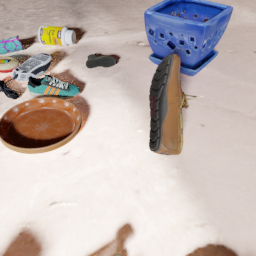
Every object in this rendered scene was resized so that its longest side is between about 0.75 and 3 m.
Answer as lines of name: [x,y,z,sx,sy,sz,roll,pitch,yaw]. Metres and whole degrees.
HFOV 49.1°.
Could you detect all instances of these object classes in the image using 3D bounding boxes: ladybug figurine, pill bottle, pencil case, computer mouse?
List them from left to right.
pencil case: [-5.953,-3.913,13.345,1.682,0.777,0.716,-19,65,-18]
ladybug figurine: [-5.375,-2.730,12.178,1.455,0.523,0.988,4,41,4]
computer mouse: [-4.157,-2.178,11.540,1.535,0.614,2.799,21,51,29]
pill bottle: [-3.518,-4.582,13.990,1.711,0.934,0.934,8,42,10]

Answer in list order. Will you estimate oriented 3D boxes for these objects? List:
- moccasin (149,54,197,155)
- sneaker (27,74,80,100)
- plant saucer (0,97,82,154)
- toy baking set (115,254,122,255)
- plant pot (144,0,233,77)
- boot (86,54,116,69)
moccasin: [1.232,-0.654,7.770,1.087,1.030,2.815,6,77,-24]
sneaker: [-2.847,-1.586,10.653,2.015,0.805,0.719,2,41,2]
plant saucer: [-2.855,-0.099,9.223,2.667,0.430,2.667,0,41,0]
toy baking set: [-0.547,3.786,4.878,2.153,0.326,2.806,-4,48,-12]
plant pot: [2.487,-3.914,12.042,2.773,2.493,2.773,26,48,27]
boot: [-1.231,-3.149,12.713,1.358,0.526,0.940,-3,36,-5]
